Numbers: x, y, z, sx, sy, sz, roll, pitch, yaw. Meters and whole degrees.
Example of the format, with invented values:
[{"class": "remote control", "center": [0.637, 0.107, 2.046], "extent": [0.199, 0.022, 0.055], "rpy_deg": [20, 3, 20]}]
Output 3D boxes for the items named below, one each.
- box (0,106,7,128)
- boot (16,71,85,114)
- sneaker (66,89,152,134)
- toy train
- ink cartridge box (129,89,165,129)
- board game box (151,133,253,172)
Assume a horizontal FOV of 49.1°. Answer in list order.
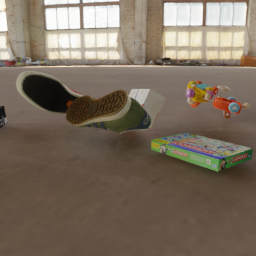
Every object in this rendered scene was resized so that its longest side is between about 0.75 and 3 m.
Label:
[{"class": "box", "center": [-4.399, -0.306, 8.733], "extent": [0.963, 0.599, 0.716], "rpy_deg": [-6, 16, -5]}, {"class": "boot", "center": [-2.604, -1.152, 9.313], "extent": [2.842, 1.029, 2.050], "rpy_deg": [23, 2, -46]}, {"class": "sneaker", "center": [-0.538, -0.257, 7.508], "extent": [1.250, 0.934, 2.784], "rpy_deg": [32, -21, -34]}, {"class": "toy train", "center": [3.305, -1.081, 10.949], "extent": [2.230, 0.826, 2.969], "rpy_deg": [14, 22, 5]}, {"class": "ink cartridge box", "center": [0.330, -0.634, 8.725], "extent": [0.601, 1.038, 1.782], "rpy_deg": [26, -3, -21]}, {"class": "board game box", "center": [1.628, 0.482, 6.400], "extent": [1.264, 0.273, 1.878], "rpy_deg": [-8, 15, -38]}]
